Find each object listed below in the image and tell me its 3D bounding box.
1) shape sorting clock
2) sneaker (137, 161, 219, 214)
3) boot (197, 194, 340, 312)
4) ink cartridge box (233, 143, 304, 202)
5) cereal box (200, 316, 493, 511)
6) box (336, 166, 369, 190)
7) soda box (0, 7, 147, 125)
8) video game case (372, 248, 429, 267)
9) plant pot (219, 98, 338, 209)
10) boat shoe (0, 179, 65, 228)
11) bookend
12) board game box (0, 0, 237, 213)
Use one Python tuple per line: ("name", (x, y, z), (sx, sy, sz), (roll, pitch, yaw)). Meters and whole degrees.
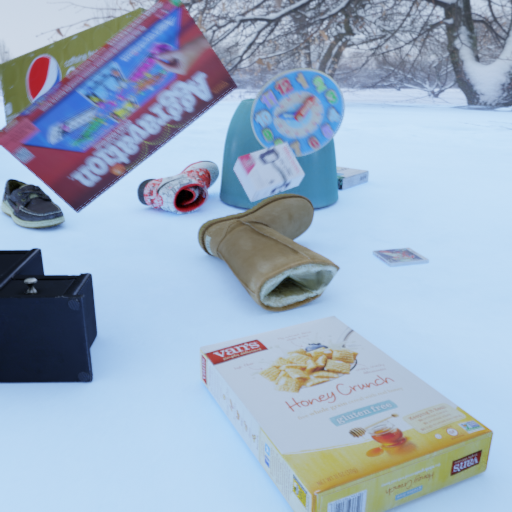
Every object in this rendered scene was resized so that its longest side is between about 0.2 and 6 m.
("shape sorting clock", (0.955, -3.186, 12.708), (2.174, 2.174, 0.427), (-3, 38, -7))
("sneaker", (-1.678, -1.875, 15.492), (1.569, 0.978, 2.928), (18, 30, 38))
("boot", (0.594, -0.141, 10.700), (2.819, 1.065, 3.219), (-22, 25, -19))
("ink cartridge box", (0.249, -1.602, 10.670), (1.093, 0.791, 0.461), (-22, -15, -23))
("cereal box", (0.795, 1.634, 6.328), (2.076, 0.570, 2.885), (-9, 22, -24))
("box", (2.276, -2.647, 18.383), (2.315, 0.421, 1.671), (14, 24, 37))
("soda box", (-3.190, -3.460, 10.906), (3.985, 1.350, 1.276), (-5, 3, 31))
("video game case", (2.958, 0.017, 11.508), (0.873, 0.100, 0.796), (-5, 20, -14))
("plant pot", (0.640, -3.018, 15.849), (3.450, 2.769, 3.450), (-1, 18, 0))
("boat shoe", (-5.738, -1.349, 14.082), (2.791, 0.905, 1.022), (18, 27, 40))
("bookend", (-3.444, 0.631, 8.160), (2.671, 1.230, 2.654), (0, 20, 0))
("board game box", (-2.207, -2.402, 9.194), (3.564, 1.835, 0.347), (-38, 42, 4))
